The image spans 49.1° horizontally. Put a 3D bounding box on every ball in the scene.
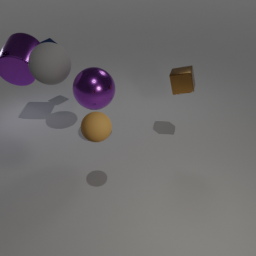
[{"bbox_3d":[-1.114,-1.292,9.217,1.400,1.400,1.400,0,32,0],"label":"ball"},{"bbox_3d":[-2.622,-2.156,9.426,1.400,1.400,1.400,0,32,0],"label":"ball"},{"bbox_3d":[-0.721,-0.024,6.362,0.700,0.700,0.700,0,32,0],"label":"ball"}]

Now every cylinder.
[{"bbox_3d":[-3.950,-2.523,10.343,1.400,1.400,1.400,2,53,3],"label":"cylinder"}]

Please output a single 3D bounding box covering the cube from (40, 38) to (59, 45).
[{"bbox_3d":[-3.187,-3.058,11.304,0.700,0.700,0.700,38,51,10],"label":"cube"}]

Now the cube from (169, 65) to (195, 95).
[{"bbox_3d":[1.802,-1.575,9.226,0.700,0.700,0.700,-5,27,20],"label":"cube"}]
